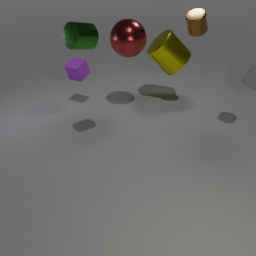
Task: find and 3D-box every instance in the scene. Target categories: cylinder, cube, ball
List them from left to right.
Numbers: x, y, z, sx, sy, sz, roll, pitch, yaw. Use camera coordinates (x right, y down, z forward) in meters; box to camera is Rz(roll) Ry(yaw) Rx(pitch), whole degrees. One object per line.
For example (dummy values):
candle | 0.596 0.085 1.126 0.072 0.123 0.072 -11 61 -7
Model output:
cube | -2.143 -2.486 11.880 0.700 0.700 0.700 16 54 27
cylinder | -1.272 -2.473 7.541 0.700 0.700 0.700 -15 32 -42
ball | 0.006 -3.386 10.588 1.400 1.400 1.400 0 30 0
cylinder | 1.760 -3.249 12.100 1.400 1.400 1.400 39 21 -23
cylinder | 2.464 -3.766 10.013 0.700 0.700 0.700 -12 52 16
cylinder | 4.451 -1.762 9.745 0.700 0.700 0.700 24 27 -13
